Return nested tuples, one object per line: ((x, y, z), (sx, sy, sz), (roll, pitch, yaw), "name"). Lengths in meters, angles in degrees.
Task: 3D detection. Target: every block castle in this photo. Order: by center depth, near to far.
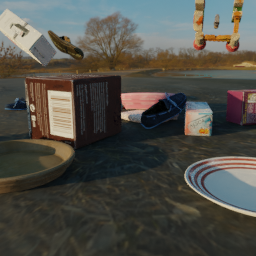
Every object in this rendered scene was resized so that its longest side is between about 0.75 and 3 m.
((2.689, -3.350, 8.313), (1.385, 2.072, 0.972), (6, -3, 15), "block castle")

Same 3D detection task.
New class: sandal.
((-2.479, -3.436, 11.431), (1.908, 0.780, 0.521), (31, 65, 18), "sandal")

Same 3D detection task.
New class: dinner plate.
((2.452, 1.086, 5.239), (2.740, 0.332, 2.740), (1, 13, 0), "dinner plate")

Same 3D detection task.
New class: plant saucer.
((-2.606, 0.790, 6.335), (2.796, 0.412, 2.796), (1, 13, 0), "plant saucer")
((1.009, -1.268, 13.702), (2.954, 0.749, 2.954), (0, 3, 0), "plant saucer")

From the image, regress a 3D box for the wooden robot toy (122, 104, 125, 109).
((-0.475, -1.171, 15.146), (1.090, 0.480, 0.495), (-8, -20, -30), "wooden robot toy")

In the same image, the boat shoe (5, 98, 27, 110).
((-5.666, -1.336, 14.967), (0.788, 0.643, 1.873), (11, 17, 40), "boat shoe")

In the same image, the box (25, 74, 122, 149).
((-1.662, -0.682, 9.088), (1.987, 2.008, 2.420), (8, 15, 31), "box")

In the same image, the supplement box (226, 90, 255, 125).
((5.248, -0.893, 11.557), (2.051, 1.343, 1.058), (-3, 12, -15), "supplement box")

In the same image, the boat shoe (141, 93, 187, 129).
((1.422, -0.747, 10.576), (2.151, 0.739, 0.905), (-39, 52, -22), "boat shoe")

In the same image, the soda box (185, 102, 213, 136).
((2.616, -0.422, 10.594), (0.907, 0.843, 2.653), (2, 14, 11), "soda box")

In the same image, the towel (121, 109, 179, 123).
((0.898, -0.497, 12.108), (1.963, 0.316, 1.874), (12, 17, 42), "towel")

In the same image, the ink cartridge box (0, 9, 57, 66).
((-3.314, -2.927, 9.186), (1.656, 0.686, 1.216), (37, -5, 13), "ink cartridge box")
